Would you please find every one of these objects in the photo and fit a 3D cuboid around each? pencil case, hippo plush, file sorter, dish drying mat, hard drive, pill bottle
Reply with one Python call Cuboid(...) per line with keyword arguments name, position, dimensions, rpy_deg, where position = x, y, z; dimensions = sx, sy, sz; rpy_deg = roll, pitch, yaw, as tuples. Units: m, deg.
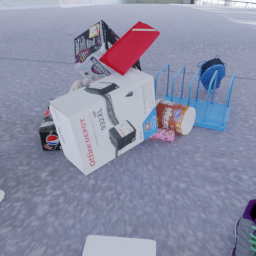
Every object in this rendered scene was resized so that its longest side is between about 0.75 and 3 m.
Cuboid(name="pencil case", position=(1.075, 0.208, 9.327), dimensions=(0.967, 0.400, 0.418), rpy_deg=(9, 59, 14))
Cuboid(name="hippo plush", position=(-1.777, -1.611, 11.597), dimensions=(1.563, 1.245, 1.256), rpy_deg=(-10, 32, -17))
Cuboid(name="file sorter", position=(2.503, -1.288, 10.636), dimensions=(2.758, 1.692, 1.914), rpy_deg=(13, 33, 20))
Cuboid(name="dish drying mat", position=(0.111, -2.531, 8.602), dimensions=(0.890, 0.211, 2.318), rpy_deg=(34, 57, 5))
Cuboid(name="hard drive", position=(-0.239, 2.862, 4.836), dimensions=(1.407, 0.270, 2.132), rpy_deg=(3, 30, 5))
Cuboid(name="pill bottle", position=(1.396, -0.453, 9.894), dimensions=(1.747, 0.980, 0.980), rpy_deg=(18, 34, 30))

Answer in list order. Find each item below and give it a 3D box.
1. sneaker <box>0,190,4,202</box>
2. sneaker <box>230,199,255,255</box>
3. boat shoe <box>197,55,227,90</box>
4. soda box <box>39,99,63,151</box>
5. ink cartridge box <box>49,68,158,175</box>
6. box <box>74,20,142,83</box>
Cuboid(name="sneaker", position=(-3.517, 1.781, 6.681), dimensions=(0.705, 0.388, 0.963), rpy_deg=(4, 34, 28))
Cuboid(name="sneaker", position=(2.352, 2.233, 5.226), dimensions=(0.830, 0.976, 2.230), rpy_deg=(8, 30, 14))
Cuboid(name="boat shoe", position=(3.432, -2.400, 11.909), dimensions=(1.208, 0.985, 2.871), rpy_deg=(-8, -10, 7))
Cuboid(name="soda box", position=(-2.398, -0.190, 9.646), dimensions=(0.852, 0.762, 2.407), rpy_deg=(-2, 30, -4))
Cuboid(name="ink cartridge box", position=(-0.568, -0.269, 8.153), dimensions=(2.793, 2.026, 1.169), rpy_deg=(-29, 40, -27))
Cuboid(name="box", position=(-0.636, -2.214, 9.757), dimensions=(1.328, 2.315, 1.529), rpy_deg=(-26, 53, 26))
